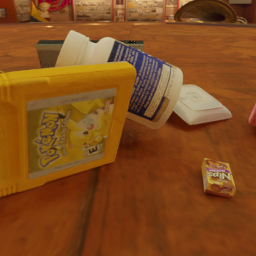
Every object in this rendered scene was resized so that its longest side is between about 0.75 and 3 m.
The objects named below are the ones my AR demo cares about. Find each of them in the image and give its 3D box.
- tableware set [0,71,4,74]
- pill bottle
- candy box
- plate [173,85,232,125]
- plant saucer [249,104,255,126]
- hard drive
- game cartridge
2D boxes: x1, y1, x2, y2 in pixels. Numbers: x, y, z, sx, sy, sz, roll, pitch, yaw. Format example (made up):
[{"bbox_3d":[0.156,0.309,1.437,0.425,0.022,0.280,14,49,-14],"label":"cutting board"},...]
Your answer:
[{"bbox_3d":[-1.602,-0.551,5.607,0.387,1.700,2.523,-30,-18,25],"label":"tableware set"},{"bbox_3d":[-0.240,-1.074,6.108,2.506,1.500,1.500,21,22,-12],"label":"pill bottle"},{"bbox_3d":[1.628,0.892,5.095,0.482,0.233,0.826,13,28,4],"label":"candy box"},{"bbox_3d":[1.862,-0.795,8.050,1.789,0.289,1.786,-9,42,-33],"label":"plate"},{"bbox_3d":[3.647,-1.111,6.658,0.611,2.409,2.409,25,32,19],"label":"plant saucer"},{"bbox_3d":[-1.034,-1.582,8.352,2.949,2.058,0.485,1,41,2],"label":"hard drive"},{"bbox_3d":[-1.168,0.063,4.582,2.516,2.218,0.408,-16,47,-33],"label":"game cartridge"}]
